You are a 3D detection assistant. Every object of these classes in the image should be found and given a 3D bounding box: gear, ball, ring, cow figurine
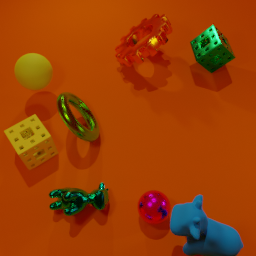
[{"bbox_3d":[0.480,-2.930,9.323,2.044,0.378,2.044,-27,39,24],"label":"gear"},{"bbox_3d":[0.612,1.859,6.582,0.782,0.782,0.782,0,56,0],"label":"ball"},{"bbox_3d":[-1.342,-0.310,7.667,0.315,1.577,1.577,-34,57,15],"label":"ring"},{"bbox_3d":[-2.769,-1.649,8.251,1.072,1.072,1.072,0,56,0],"label":"ball"},{"bbox_3d":[1.643,2.139,5.774,1.658,1.631,0.910,16,52,3],"label":"cow figurine"},{"bbox_3d":[-1.126,1.695,6.769,1.232,1.212,0.676,0,92,39],"label":"cow figurine"}]

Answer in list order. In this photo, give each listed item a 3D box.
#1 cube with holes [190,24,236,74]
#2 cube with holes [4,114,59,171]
[{"bbox_3d":[2.745,-2.554,9.131,0.917,0.917,0.917,23,47,-39],"label":"cube with holes"},{"bbox_3d":[-2.554,0.392,7.475,0.893,0.893,0.893,-32,61,-20],"label":"cube with holes"}]
